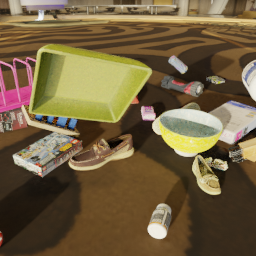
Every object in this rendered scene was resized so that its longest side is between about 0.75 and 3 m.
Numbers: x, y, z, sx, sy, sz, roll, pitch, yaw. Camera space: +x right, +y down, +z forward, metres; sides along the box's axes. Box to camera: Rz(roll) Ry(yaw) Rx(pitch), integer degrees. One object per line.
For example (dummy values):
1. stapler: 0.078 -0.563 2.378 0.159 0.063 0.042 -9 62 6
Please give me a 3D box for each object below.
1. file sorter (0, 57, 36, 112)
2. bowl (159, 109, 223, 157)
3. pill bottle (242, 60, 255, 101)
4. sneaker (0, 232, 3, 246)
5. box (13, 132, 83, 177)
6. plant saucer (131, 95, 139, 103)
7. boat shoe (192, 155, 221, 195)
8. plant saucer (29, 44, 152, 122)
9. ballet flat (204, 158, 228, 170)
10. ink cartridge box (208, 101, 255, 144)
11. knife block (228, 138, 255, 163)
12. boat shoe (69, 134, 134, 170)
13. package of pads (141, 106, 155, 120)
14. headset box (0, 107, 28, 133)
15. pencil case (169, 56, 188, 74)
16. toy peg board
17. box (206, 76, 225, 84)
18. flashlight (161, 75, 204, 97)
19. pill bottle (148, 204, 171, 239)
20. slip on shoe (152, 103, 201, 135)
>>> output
1. file sorter: -4.982 -1.915 11.794 2.651 1.662 1.842 -22 35 -37
2. bowl: 2.149 0.297 9.985 2.208 1.188 2.208 2 28 -1
3. pill bottle: 3.988 -1.296 8.109 1.010 1.010 1.820 5 28 9
4. sneaker: -4.084 2.594 6.285 2.162 0.847 1.249 -5 17 -36
5. box: -2.746 0.845 9.809 1.359 0.396 1.985 17 32 28
6. plant saucer: -0.638 -1.923 15.060 2.297 0.422 2.293 -1 28 -3
7. boat shoe: 2.401 1.431 8.612 0.556 0.480 1.525 -3 28 -5
8. plant saucer: -1.165 -1.224 7.790 2.800 2.804 0.671 6 60 -21
9. ballet flat: 2.857 1.147 9.350 0.945 0.302 0.357 11 31 20
10. ink cartridge box: 4.218 -0.319 11.433 2.802 0.588 1.672 -27 37 -37
11. knife block: 4.016 0.671 9.503 1.057 1.205 0.385 23 22 -21
12. boat shoe: -0.872 0.730 9.538 2.369 0.853 0.855 -13 30 -22
13. package of pads: 0.922 -0.673 12.753 0.550 0.346 0.913 1 28 -3
14. headset box: -5.450 -0.544 11.912 2.362 0.886 1.756 -15 31 -26
15. pencil case: 2.484 -3.129 13.851 1.035 0.430 0.470 34 36 -26
16. toy peg board: -2.937 -0.641 11.027 1.975 0.966 1.967 17 12 -32
17. box: 5.393 -2.959 17.241 0.738 0.204 0.921 -12 30 -20
18. flashlight: 2.994 -2.414 15.564 0.813 0.816 2.402 -22 36 -35
19. pill bottle: 0.814 2.301 6.983 0.469 0.469 0.806 9 29 17
20. slip on shoe: 1.992 -0.351 11.797 2.514 0.931 0.769 -27 3 -31
